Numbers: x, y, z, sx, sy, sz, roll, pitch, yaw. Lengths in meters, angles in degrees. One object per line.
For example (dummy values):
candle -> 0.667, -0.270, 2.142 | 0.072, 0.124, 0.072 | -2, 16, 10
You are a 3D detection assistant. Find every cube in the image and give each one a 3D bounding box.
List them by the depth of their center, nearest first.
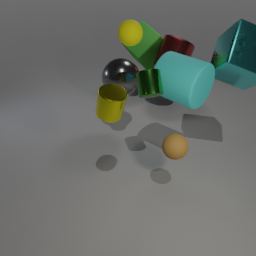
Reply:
cube -> 3.482, -2.157, 8.512 | 1.400, 1.400, 1.400 | 19, -7, -6
cube -> 0.838, -3.764, 13.043 | 1.400, 1.400, 1.400 | -44, 60, 8

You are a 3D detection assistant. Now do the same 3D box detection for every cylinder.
cylinder -> -0.416, -0.609, 6.870 | 0.700, 0.700, 0.700 | 8, 44, -8
cylinder -> 0.604, -1.238, 7.868 | 0.700, 0.700, 0.700 | -8, -2, 0
cylinder -> 1.652, -1.448, 8.446 | 1.400, 1.400, 1.400 | 28, 41, 32
cylinder -> 1.973, -3.100, 12.121 | 1.400, 1.400, 1.400 | 21, 10, -4

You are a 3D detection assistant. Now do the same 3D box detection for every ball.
ball -> 1.255, 0.494, 7.445 | 0.700, 0.700, 0.700 | 0, 31, 0
ball -> 0.061, -2.653, 7.826 | 0.700, 0.700, 0.700 | 0, 31, 0
ball -> -0.260, -1.848, 10.290 | 1.400, 1.400, 1.400 | 0, 31, 0
